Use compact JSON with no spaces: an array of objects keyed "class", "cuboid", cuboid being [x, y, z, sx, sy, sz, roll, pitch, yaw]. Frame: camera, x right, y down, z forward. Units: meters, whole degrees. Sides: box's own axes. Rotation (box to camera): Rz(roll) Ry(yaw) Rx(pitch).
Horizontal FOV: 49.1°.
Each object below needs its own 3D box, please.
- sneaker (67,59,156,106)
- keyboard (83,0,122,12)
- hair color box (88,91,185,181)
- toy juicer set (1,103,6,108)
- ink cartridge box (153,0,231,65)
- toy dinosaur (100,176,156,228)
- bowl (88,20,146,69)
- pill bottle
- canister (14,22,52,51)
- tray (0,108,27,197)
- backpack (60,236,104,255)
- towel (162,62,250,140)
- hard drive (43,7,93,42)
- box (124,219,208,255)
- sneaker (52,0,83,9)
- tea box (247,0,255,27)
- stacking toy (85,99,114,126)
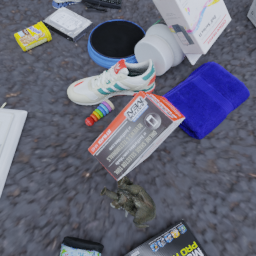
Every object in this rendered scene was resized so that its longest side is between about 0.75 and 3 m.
[{"class":"sneaker","cuboid":[-0.525,-1.606,8.926,2.966,1.387,1.044,-9,60,-6]},{"class":"keyboard","cuboid":[-1.164,-5.281,11.655,1.781,0.183,1.132,10,64,-6]},{"class":"hair color box","cuboid":[0.401,0.068,6.671,0.940,2.941,1.631,44,103,8]},{"class":"toy juicer set","cuboid":[-4.484,-0.630,9.003,0.951,0.259,0.605,2,59,1]},{"class":"ink cartridge box","cuboid":[2.004,-3.229,8.107,1.544,2.637,0.887,-52,36,-12]},{"class":"toy dinosaur","cuboid":[0.155,1.577,6.161,1.201,2.349,0.904,35,75,-22]},{"class":"bowl","cuboid":[-0.375,-3.176,10.425,2.296,0.451,2.296,0,59,0]},{"class":"pill bottle","cuboid":[1.600,-3.156,9.754,1.574,1.574,2.784,35,64,19]},{"class":"canister","cuboid":[-3.586,-3.444,10.569,1.140,0.493,0.846,-32,64,-16]},{"class":"tray","cuboid":[-4.107,0.603,8.131,1.582,0.327,2.947,6,62,0]},{"class":"backpack","cuboid":[-1.194,3.234,6.383,1.020,0.962,1.251,11,76,9]},{"class":"towel","cuboid":[2.441,-1.009,8.996,2.632,0.652,1.943,-39,65,-21]},{"class":"hard drive","cuboid":[-2.363,-4.108,11.071,1.644,0.311,1.148,34,65,18]},{"class":"box","cuboid":[0.933,3.314,6.525,1.940,0.429,1.554,-26,62,-15]},{"class":"sneaker","cuboid":[-2.462,-5.695,11.649,1.635,0.944,0.661,-33,65,-18]},{"class":"tea box","cuboid":[6.411,-4.220,10.265,2.614,1.775,2.657,-12,60,-7]},{"class":"stacking toy","cuboid":[-0.928,-0.443,8.854,0.437,0.437,1.023,40,74,21]}]
